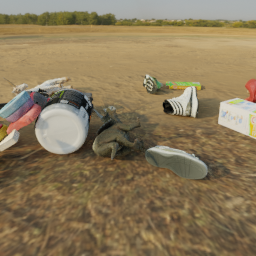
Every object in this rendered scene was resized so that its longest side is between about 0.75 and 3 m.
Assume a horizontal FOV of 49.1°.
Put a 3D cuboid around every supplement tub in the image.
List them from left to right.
[{"bbox_3d":[-1.894,-0.349,8.695,1.471,1.471,2.401,-1,25,-2],"label":"supplement tub"}]

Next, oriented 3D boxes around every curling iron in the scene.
[{"bbox_3d":[-4.669,-1.034,11.536,2.992,0.382,0.742,-17,71,-26],"label":"curling iron"}]

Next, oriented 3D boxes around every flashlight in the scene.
[{"bbox_3d":[-2.760,-1.036,10.950,2.723,0.925,0.922,-3,14,-1],"label":"flashlight"}]

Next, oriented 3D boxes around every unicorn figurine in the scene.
[{"bbox_3d":[-3.844,-1.799,12.872,2.026,1.090,2.950,-2,7,13],"label":"unicorn figurine"}]

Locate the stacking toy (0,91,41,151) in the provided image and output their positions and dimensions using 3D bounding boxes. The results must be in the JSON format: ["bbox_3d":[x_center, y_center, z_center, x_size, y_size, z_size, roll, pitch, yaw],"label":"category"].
[{"bbox_3d":[-3.562,-0.055,7.449,2.272,0.960,2.057,-31,24,18],"label":"stacking toy"}]

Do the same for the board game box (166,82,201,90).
[{"bbox_3d":[2.870,-2.223,14.634,1.757,0.263,0.839,6,23,7],"label":"board game box"}]

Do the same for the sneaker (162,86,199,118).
[{"bbox_3d":[2.083,-1.163,11.345,1.338,0.878,2.326,5,26,6],"label":"sneaker"}]

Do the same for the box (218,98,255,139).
[{"bbox_3d":[4.046,-0.360,9.533,0.917,0.826,1.630,-15,27,-28],"label":"box"}]

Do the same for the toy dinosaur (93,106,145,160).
[{"bbox_3d":[-0.370,0.394,7.875,1.506,1.133,2.944,-8,28,11],"label":"toy dinosaur"}]

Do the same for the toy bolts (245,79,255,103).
[{"bbox_3d":[6.239,-1.806,11.580,2.464,2.354,1.709,-32,42,-22],"label":"toy bolts"}]

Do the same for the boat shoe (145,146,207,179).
[{"bbox_3d":[1.252,0.804,7.132,1.718,0.633,0.551,11,29,40],"label":"boat shoe"}]

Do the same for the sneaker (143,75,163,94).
[{"bbox_3d":[1.368,-2.228,14.106,0.898,0.779,2.027,4,24,-10],"label":"sneaker"}]
